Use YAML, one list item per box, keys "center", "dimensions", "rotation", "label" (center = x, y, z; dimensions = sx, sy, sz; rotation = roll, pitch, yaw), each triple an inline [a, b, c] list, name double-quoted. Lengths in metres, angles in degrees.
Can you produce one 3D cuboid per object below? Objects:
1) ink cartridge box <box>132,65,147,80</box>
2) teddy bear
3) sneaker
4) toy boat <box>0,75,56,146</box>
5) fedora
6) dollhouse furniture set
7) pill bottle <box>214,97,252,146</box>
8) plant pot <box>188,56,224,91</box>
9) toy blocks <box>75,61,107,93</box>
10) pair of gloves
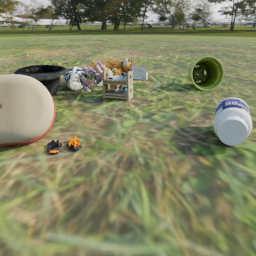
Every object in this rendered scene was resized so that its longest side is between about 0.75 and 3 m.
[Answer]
- center: [0.572, -2.791, 14.031]
  dimensions: [0.813, 0.706, 0.177]
  rotation: [9, 24, 21]
  label: "ink cartridge box"
- center: [-0.836, -3.298, 15.057]
  dimensions: [2.710, 0.905, 1.965]
  rotation: [8, 25, 19]
  label: "teddy bear"
- center: [-1.954, -2.432, 12.857]
  dimensions: [2.243, 0.895, 1.460]
  rotation: [-23, 39, -25]
  label: "sneaker"
- center: [-3.245, -0.368, 7.320]
  dimensions: [2.660, 1.736, 1.739]
  rotation: [-3, -7, -7]
  label: "toy boat"
- center: [-3.405, -1.864, 11.259]
  dimensions: [2.315, 1.057, 2.315]
  rotation: [0, 22, 0]
  label: "fedora"
- center: [-0.240, -1.851, 11.199]
  dimensions: [1.084, 1.078, 1.539]
  rotation: [7, 23, 17]
  label: "dollhouse furniture set"
- center: [2.710, -0.172, 7.267]
  dimensions: [0.910, 0.910, 1.640]
  rotation: [7, 23, 17]
  label: "pill bottle"
- center: [3.321, -2.414, 12.475]
  dimensions: [1.447, 1.447, 1.331]
  rotation: [-2, 11, -4]
  label: "plant pot"
- center: [-1.505, -2.137, 11.270]
  dimensions: [1.098, 0.989, 1.175]
  rotation: [-36, 12, 29]
  label: "toy blocks"
- center: [-1.557, 0.435, 6.861]
  dimensions: [0.819, 0.101, 0.730]
  rotation: [-9, 25, -15]
  label: "pair of gloves"
